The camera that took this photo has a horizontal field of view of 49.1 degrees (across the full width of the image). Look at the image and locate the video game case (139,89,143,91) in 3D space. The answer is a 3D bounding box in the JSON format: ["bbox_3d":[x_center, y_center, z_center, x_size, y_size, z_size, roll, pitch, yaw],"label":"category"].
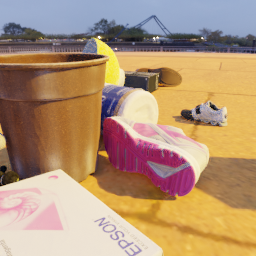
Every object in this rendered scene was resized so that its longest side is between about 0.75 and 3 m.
[{"bbox_3d":[0.277,-1.304,12.343,1.316,0.169,1.448,-2,39,-22],"label":"video game case"}]

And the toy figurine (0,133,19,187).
[{"bbox_3d":[-2.892,0.797,5.333,0.919,1.321,1.301,-4,13,33],"label":"toy figurine"}]

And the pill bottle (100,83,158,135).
[{"bbox_3d":[-0.652,-0.575,8.845,2.946,1.635,1.635,18,26,41],"label":"pill bottle"}]

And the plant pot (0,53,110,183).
[{"bbox_3d":[-1.739,-0.271,6.390,2.692,2.665,2.692,0,20,0],"label":"plant pot"}]

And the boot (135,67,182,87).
[{"bbox_3d":[1.815,-3.214,17.794,2.942,1.128,2.284,3,7,-2],"label":"boot"}]

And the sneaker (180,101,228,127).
[{"bbox_3d":[2.807,-0.645,10.365,1.846,0.817,0.684,13,24,37],"label":"sneaker"}]

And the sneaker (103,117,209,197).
[{"bbox_3d":[0.584,0.491,6.646,1.322,1.219,2.997,-17,33,-42],"label":"sneaker"}]

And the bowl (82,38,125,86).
[{"bbox_3d":[-1.106,-2.098,11.872,1.609,2.991,2.991,11,13,-24],"label":"bowl"}]

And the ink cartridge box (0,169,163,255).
[{"bbox_3d":[-1.596,1.699,3.799,2.997,0.649,2.943,-13,23,-38],"label":"ink cartridge box"}]

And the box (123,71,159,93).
[{"bbox_3d":[0.231,-2.584,15.655,2.586,1.020,1.825,9,18,23],"label":"box"}]
